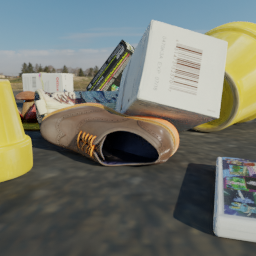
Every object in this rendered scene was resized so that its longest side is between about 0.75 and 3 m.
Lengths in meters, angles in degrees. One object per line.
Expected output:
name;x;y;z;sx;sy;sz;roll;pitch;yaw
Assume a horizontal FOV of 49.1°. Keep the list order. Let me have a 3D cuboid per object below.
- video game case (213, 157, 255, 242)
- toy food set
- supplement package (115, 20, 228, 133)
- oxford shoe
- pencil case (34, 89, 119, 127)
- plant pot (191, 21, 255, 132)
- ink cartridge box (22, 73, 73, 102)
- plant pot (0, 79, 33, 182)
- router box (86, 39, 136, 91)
video game case;1.764;0.689;2.847;1.682;0.212;1.846;3;11;18
toy food set;-2.469;-0.535;7.782;2.951;0.964;1.736;1;10;3
supplement package;0.607;-0.698;5.164;1.309;1.305;2.232;12;-12;-10
oxford shoe;-0.485;0.105;4.441;2.451;0.874;0.893;4;15;21
pencil case;-0.738;-0.375;6.352;2.748;1.069;1.229;-4;-19;-28
plant pot;2.447;-1.183;7.359;2.766;2.766;2.603;7;28;36
ink cartridge box;-3.607;-1.683;12.739;2.182;1.577;0.924;4;10;23
plant pot;-2.053;-0.024;3.843;1.364;1.283;1.364;0;9;0
router box;-0.146;-1.617;9.457;1.633;2.179;0.677;23;30;-36
